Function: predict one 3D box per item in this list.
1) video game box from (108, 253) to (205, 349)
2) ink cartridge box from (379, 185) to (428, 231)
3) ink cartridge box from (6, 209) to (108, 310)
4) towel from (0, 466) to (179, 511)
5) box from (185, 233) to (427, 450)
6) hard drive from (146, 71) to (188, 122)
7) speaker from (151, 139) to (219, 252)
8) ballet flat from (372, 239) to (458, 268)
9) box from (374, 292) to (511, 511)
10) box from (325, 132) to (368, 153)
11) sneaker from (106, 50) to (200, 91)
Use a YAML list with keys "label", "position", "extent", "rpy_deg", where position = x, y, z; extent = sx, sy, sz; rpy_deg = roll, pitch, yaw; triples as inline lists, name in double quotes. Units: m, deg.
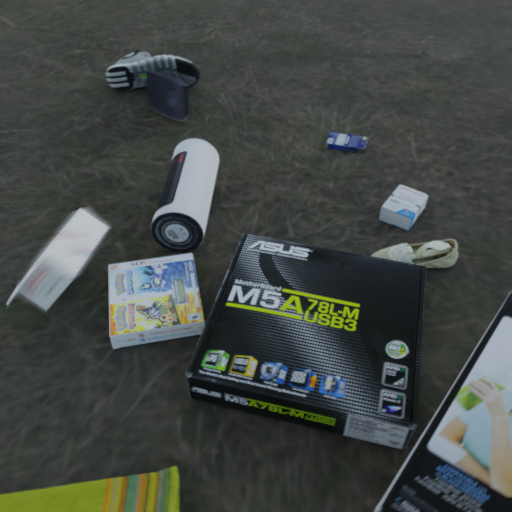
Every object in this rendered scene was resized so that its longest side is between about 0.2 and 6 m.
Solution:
- label: "video game box"
  position: [-1.668, 0.692, 9.239]
  extent: [1.477, 0.379, 1.621]
  rpy_deg: [-10, 45, -7]
- label: "ink cartridge box"
  position: [2.885, -0.950, 10.948]
  extent: [0.622, 0.365, 0.850]
  rpy_deg: [26, 48, 23]
- label: "ink cartridge box"
  position: [-3.169, 0.141, 9.001]
  extent: [0.594, 1.025, 1.761]
  rpy_deg: [38, 34, -15]
- label: "towel"
  position: [-2.150, 3.084, 6.554]
  extent: [2.489, 0.225, 1.071]
  rpy_deg: [-7, 26, -3]
- label: "box"
  position: [0.897, 1.095, 8.543]
  extent: [3.157, 0.750, 3.049]
  rpy_deg: [11, 47, 11]
- label: "hard drive"
  position: [-2.142, -3.886, 13.552]
  extent: [0.308, 0.982, 1.456]
  rpy_deg: [-24, 41, -37]
- label: "speaker"
  position: [-1.316, -1.224, 10.807]
  extent: [0.984, 0.984, 2.423]
  rpy_deg: [3, 44, 3]
- label: "ballet flat"
  position: [2.779, -0.033, 9.830]
  extent: [1.632, 0.567, 0.567]
  rpy_deg: [-7, 44, -7]
- label: "box"
  position: [2.551, 2.269, 6.434]
  extent: [1.040, 2.017, 3.458]
  rpy_deg: [27, 51, 29]
- label: "box"
  position: [2.071, -2.594, 12.813]
  extent: [0.887, 0.144, 0.537]
  rpy_deg: [11, 44, 16]
- label: "sneaker"
  position: [-2.671, -5.088, 14.906]
  extent: [2.448, 0.918, 1.413]
  rpy_deg: [-1, 42, 1]
